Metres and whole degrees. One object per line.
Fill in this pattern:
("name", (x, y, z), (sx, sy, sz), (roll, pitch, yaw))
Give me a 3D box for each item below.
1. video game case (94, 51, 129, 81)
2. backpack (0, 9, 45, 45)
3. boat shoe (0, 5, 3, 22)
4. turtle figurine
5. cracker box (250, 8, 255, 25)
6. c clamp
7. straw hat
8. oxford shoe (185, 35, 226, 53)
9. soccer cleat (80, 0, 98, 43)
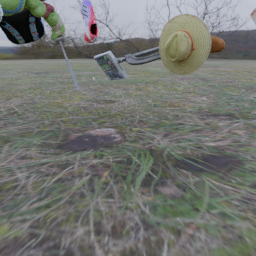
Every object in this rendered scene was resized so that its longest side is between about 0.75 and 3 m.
("video game case", (-0.625, -2.192, 10.079), (0.143, 1.115, 1.227), (-46, 25, -19))
("backpack", (-3.381, -3.401, 8.867), (1.346, 0.992, 1.474), (-21, -20, -6))
("boat shoe", (-2.099, -1.793, 4.188), (0.538, 0.488, 1.462), (-40, 33, 8))
("turtle figurine", (-2.619, -2.493, 6.331), (2.147, 2.984, 2.893), (-16, 43, -1))
("cracker box", (3.953, -2.923, 7.881), (0.660, 0.986, 0.284), (-7, -24, -21))
("c clamp", (0.695, -2.509, 9.347), (2.200, 0.298, 1.880), (-17, 25, -4))
("straw hat", (1.388, -2.236, 7.726), (1.706, 1.706, 0.722), (12, 25, 34))
("oxford shoe", (2.788, -3.227, 10.741), (1.834, 0.654, 0.654), (19, 31, 28))
("soccer cleat", (-1.270, -3.700, 9.593), (0.524, 1.572, 0.601), (0, -6, -41))
